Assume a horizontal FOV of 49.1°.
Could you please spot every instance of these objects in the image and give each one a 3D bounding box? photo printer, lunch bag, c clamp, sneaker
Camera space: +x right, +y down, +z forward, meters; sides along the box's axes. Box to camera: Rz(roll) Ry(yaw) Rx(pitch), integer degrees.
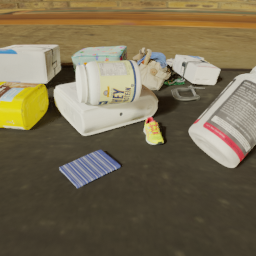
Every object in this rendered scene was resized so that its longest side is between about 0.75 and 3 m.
[{"bbox_3d":[-0.571,-0.789,8.066,2.542,0.883,2.115,-17,34,-29],"label":"photo printer"},{"bbox_3d":[-1.129,-3.006,12.281,2.299,0.886,1.844,2,28,13],"label":"lunch bag"},{"bbox_3d":[2.123,-1.225,9.703,1.227,0.195,1.436,4,27,7],"label":"c clamp"},{"bbox_3d":[0.610,0.058,6.938,0.394,0.456,1.009,-6,30,-14],"label":"sneaker"}]

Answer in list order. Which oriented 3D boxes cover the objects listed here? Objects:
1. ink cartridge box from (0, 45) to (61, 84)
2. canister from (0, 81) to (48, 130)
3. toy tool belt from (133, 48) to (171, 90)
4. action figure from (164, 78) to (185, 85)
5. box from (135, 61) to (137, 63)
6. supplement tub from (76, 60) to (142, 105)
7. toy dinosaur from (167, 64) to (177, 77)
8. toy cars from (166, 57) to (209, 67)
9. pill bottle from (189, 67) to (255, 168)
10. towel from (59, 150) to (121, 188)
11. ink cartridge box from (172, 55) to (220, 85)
[{"bbox_3d":[-3.902,-2.580,10.988,2.019,1.166,2.766,-1,22,-3],"label":"ink cartridge box"},{"bbox_3d":[-3.669,-0.701,7.812,2.395,1.037,1.779,4,28,6],"label":"canister"},{"bbox_3d":[0.922,-2.441,10.669,1.477,1.453,2.365,5,28,9],"label":"toy tool belt"},{"bbox_3d":[1.772,-1.782,10.782,0.807,0.221,0.477,-11,32,-13],"label":"action figure"},{"bbox_3d":[0.100,-2.930,12.963,1.134,0.235,0.675,17,32,33],"label":"box"},{"bbox_3d":[-0.481,-1.084,6.710,1.412,1.024,1.024,-6,28,-17],"label":"supplement tub"},{"bbox_3d":[1.722,-2.450,11.727,1.050,0.404,0.537,26,31,1],"label":"toy dinosaur"},{"bbox_3d":[2.633,-2.957,12.698,2.323,0.514,1.041,0,27,1],"label":"toy cars"},{"bbox_3d":[2.397,-0.340,5.801,2.173,1.203,1.203,-47,40,-4],"label":"pill bottle"},{"bbox_3d":[-0.785,0.832,5.847,1.078,0.129,0.780,-22,37,-33],"label":"towel"},{"bbox_3d":[2.640,-2.297,10.967,1.128,0.657,1.561,-2,32,-25],"label":"ink cartridge box"}]
